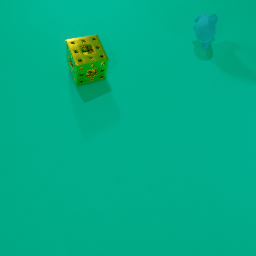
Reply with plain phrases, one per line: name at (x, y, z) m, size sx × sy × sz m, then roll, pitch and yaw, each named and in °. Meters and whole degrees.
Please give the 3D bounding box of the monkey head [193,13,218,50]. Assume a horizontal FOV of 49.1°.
monkey head at (2.357, -2.935, 8.157) m, size 0.863 × 1.199 × 0.723 m, roll -19°, pitch 56°, yaw -11°

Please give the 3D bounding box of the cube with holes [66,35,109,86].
cube with holes at (-1.145, -1.873, 7.781) m, size 0.893 × 0.893 × 0.893 m, roll -17°, pitch 68°, yaw -18°
